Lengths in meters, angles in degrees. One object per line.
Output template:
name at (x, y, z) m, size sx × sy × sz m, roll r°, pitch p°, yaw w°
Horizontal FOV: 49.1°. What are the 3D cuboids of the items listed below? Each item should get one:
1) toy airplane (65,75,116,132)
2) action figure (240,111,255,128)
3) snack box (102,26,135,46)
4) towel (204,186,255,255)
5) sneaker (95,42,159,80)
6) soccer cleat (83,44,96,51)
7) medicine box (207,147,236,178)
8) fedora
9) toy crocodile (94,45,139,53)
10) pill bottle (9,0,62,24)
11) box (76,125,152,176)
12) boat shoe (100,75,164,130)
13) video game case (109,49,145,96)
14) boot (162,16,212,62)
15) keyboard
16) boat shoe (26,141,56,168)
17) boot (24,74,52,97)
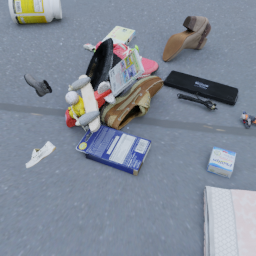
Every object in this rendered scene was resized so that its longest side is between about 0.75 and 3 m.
toy airplane at (-1.393, -0.891, 9.405) m, size 1.986 × 1.401 × 1.977 m, roll 12°, pitch 81°, yaw 49°
action figure at (4.502, -0.402, 10.203) m, size 0.847 × 0.458 × 0.875 m, roll 7°, pitch 47°, yaw -6°
snack box at (-0.478, -4.406, 13.884) m, size 1.066 × 0.340 × 1.835 m, roll 20°, pitch 51°, yaw 15°
towel at (3.241, 2.779, 7.323) m, size 2.469 × 0.417 × 2.585 m, roll 7°, pitch 49°, yaw 6°
sneaker at (-0.125, -2.950, 11.944) m, size 2.926 × 1.269 × 1.079 m, roll 12°, pitch 49°, yaw 10°
soccer cleat at (-1.784, -3.835, 13.435) m, size 0.791 × 0.271 × 0.337 m, roll 13°, pitch 45°, yaw 6°
medicine box at (2.954, 1.082, 8.863) m, size 0.720 × 0.407 × 0.791 m, roll 17°, pitch 50°, yaw 15°
fedora at (-0.744, -2.022, 10.814) m, size 1.279 × 2.800 × 2.800 m, roll 19°, pitch 43°, yaw -24°
toy crocodile at (-0.533, -3.522, 12.887) m, size 2.085 × 0.644 × 0.704 m, roll 9°, pitch 48°, yaw 8°
pill bottle at (-4.878, -6.358, 14.948) m, size 2.519 × 1.416 × 1.416 m, roll -4°, pitch 48°, yaw -6°
box at (-0.465, 0.649, 9.284) m, size 2.187 × 0.354 × 1.325 m, roll 18°, pitch 50°, yaw 14°
boat shoe at (0.308, -0.857, 10.304) m, size 2.813 × 1.064 × 1.039 m, roll -37°, pitch 63°, yaw -19°
video game case at (-0.075, -1.745, 8.718) m, size 1.194 × 0.145 × 1.311 m, roll -37°, pitch 38°, yaw 22°
boot at (2.837, -3.974, 12.934) m, size 1.798 × 2.459 × 0.864 m, roll 6°, pitch 38°, yaw -46°
keyboard at (2.837, -1.468, 11.265) m, size 2.984 × 0.307 × 1.896 m, roll 20°, pitch 44°, yaw 18°
boat shoe at (-2.223, 0.648, 6.964) m, size 0.933 × 0.323 × 0.330 m, roll -36°, pitch 10°, yaw 11°
boot at (-2.399, -1.220, 7.567) m, size 0.505 × 0.767 × 0.268 m, roll -17°, pitch 34°, yaw 39°
